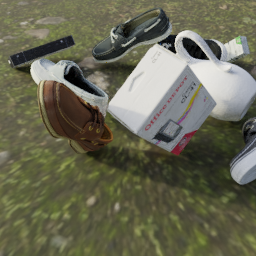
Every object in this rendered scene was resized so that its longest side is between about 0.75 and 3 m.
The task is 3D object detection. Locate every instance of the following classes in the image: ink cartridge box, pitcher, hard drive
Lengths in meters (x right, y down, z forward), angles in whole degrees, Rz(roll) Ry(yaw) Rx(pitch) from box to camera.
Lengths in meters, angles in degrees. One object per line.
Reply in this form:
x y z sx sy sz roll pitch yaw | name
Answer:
3.698 -2.697 9.712 0.358 0.631 0.861 -5 -7 -30 | ink cartridge box
0.805 -0.434 5.745 0.902 2.106 1.554 41 98 32 | ink cartridge box
2.136 -1.325 7.227 2.330 1.999 1.412 34 67 22 | pitcher
-2.943 -2.551 9.465 2.105 0.398 1.471 -27 19 -20 | hard drive

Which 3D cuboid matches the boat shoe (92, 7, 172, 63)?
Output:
-0.048 -3.044 9.144 2.869 0.865 1.085 -22 58 18 | boat shoe

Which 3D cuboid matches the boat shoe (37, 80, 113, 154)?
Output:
-0.922 -0.193 5.522 0.904 2.675 0.963 -7 69 7 | boat shoe

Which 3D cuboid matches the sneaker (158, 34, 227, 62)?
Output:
1.779 -2.458 9.108 1.571 1.026 2.809 0 21 -20 | sneaker

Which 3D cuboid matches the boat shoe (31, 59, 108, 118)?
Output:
-1.536 -1.257 7.518 2.849 1.015 0.994 40 33 24 | boat shoe

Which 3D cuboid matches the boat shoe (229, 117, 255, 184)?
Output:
3.074 0.122 6.156 2.998 1.048 0.993 -30 55 -24 | boat shoe
